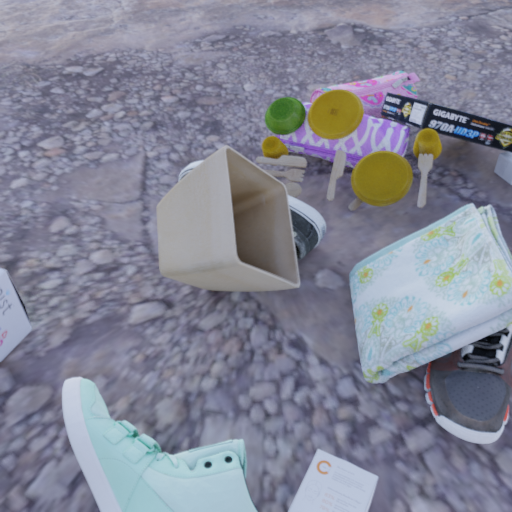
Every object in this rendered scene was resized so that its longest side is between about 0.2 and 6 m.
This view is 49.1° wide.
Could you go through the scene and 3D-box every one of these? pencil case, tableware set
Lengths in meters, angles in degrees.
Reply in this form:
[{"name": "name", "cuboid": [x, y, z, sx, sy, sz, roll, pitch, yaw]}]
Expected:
[{"name": "pencil case", "cuboid": [1.602, -2.198, 10.606, 2.544, 1.068, 1.087, 14, 48, 16]}, {"name": "pencil case", "cuboid": [2.315, -3.309, 11.912, 2.316, 1.013, 1.013, -18, 44, -18]}, {"name": "tableware set", "cuboid": [1.565, -1.897, 9.913, 3.249, 0.499, 2.188, 8, 76, 19]}]

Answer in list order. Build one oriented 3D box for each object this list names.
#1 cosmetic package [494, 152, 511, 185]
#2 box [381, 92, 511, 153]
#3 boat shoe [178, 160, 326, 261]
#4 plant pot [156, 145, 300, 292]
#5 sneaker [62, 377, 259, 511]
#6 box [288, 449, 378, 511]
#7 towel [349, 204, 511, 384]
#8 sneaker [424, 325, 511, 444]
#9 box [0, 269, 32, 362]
[{"name": "cosmetic package", "cuboid": [4.834, -1.663, 10.487, 0.427, 0.424, 0.510, -13, 42, -14]}, {"name": "box", "cuboid": [3.680, -2.535, 10.611, 2.126, 0.489, 1.690, 9, 20, -17]}, {"name": "boat shoe", "cuboid": [-0.254, -0.746, 9.042, 2.746, 0.971, 0.874, 24, 45, 23]}, {"name": "plant pot", "cuboid": [-0.478, -0.289, 7.792, 1.435, 1.619, 1.621, -19, 67, 28]}, {"name": "sneaker", "cuboid": [-0.960, 2.098, 5.820, 1.514, 0.945, 2.568, -27, 58, -20]}, {"name": "box", "cuboid": [0.696, 2.620, 5.564, 0.673, 0.527, 1.082, 19, 45, 21]}, {"name": "towel", "cuboid": [2.211, 0.416, 7.196, 2.227, 0.536, 1.906, -33, 29, 27]}, {"name": "sneaker", "cuboid": [2.764, 1.020, 6.955, 1.013, 1.076, 2.629, 14, 43, 15]}, {"name": "box", "cuboid": [-4.688, 0.883, 6.914, 2.619, 1.266, 2.311, 17, 46, 18]}]
